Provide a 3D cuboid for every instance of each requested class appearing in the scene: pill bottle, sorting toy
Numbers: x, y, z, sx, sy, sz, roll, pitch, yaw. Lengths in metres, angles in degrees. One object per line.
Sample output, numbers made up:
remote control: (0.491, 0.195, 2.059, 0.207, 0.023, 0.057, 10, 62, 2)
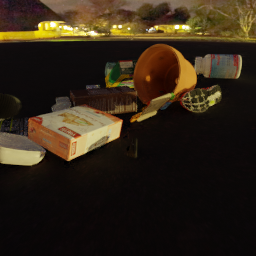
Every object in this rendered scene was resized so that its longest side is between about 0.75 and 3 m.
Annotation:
pill bottle: (6.068, -4.212, 19.080, 2.888, 1.570, 1.570, 4, 22, 9)
sorting toy: (0.969, -0.872, 11.156, 2.332, 1.313, 0.318, -24, 72, -38)

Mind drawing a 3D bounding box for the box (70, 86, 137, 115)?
box: (-1.094, -1.195, 12.437, 2.741, 1.027, 1.372, -6, 21, -17)

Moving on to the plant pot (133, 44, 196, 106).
plant pot: (1.921, -2.400, 13.475, 1.991, 2.845, 2.845, 1, 16, -44)

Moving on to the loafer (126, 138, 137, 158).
loafer: (0.119, 0.593, 8.907, 0.351, 0.359, 0.983, 1, 23, 1)

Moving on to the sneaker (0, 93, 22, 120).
sneaker: (-4.887, -0.790, 11.015, 2.646, 0.981, 1.171, -6, 3, 31)

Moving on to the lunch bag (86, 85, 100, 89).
lunch bag: (-1.862, -1.992, 15.025, 0.740, 0.555, 0.873, -3, 28, -7)

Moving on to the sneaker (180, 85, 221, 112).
sneaker: (3.276, -1.328, 13.179, 2.779, 1.070, 1.180, -14, 8, -40)

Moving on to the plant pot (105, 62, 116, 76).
plant pot: (-1.202, -4.276, 20.166, 0.871, 0.887, 0.869, -3, 22, -8)

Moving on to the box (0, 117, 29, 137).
box: (-4.204, 0.204, 9.770, 1.562, 0.432, 1.950, -8, 23, -17)

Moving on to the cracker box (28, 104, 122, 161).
cracker box: (-1.653, 0.015, 9.211, 1.763, 0.759, 2.633, 23, 26, 26)

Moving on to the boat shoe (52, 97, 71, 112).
boat shoe: (-2.788, -0.763, 11.815, 0.822, 0.679, 2.194, -8, 21, -13)

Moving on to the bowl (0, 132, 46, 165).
bowl: (-3.309, 0.625, 8.122, 1.495, 0.559, 1.497, 12, 9, -44)

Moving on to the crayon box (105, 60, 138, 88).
crayon box: (0.511, -2.975, 15.552, 2.976, 0.867, 2.568, -9, -5, -21)
